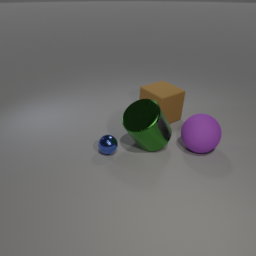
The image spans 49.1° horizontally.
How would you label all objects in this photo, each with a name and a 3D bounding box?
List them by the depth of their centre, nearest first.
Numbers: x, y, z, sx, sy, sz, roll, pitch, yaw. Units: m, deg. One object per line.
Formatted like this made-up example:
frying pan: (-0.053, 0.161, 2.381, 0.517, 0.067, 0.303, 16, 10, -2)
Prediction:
cylinder: (0.690, -0.086, 9.935, 1.400, 1.400, 1.400, -14, 53, 19)
ball: (-0.710, 0.583, 9.937, 0.700, 0.700, 0.700, 0, 28, 0)
ball: (2.595, 0.187, 9.967, 1.400, 1.400, 1.400, 0, 28, 0)
cube: (1.443, -1.079, 12.232, 1.400, 1.400, 1.400, -20, 38, -33)
